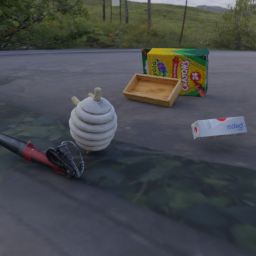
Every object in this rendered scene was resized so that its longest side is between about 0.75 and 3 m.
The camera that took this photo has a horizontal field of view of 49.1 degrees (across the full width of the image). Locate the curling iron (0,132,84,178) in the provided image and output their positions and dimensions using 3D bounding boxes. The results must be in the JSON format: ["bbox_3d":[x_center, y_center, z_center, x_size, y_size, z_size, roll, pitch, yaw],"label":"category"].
[{"bbox_3d":[-2.018,0.373,5.732,2.956,0.733,0.378,14,28,33],"label":"curling iron"}]

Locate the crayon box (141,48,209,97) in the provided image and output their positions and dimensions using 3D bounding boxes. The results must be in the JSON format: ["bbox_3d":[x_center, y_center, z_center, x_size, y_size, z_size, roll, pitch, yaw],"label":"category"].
[{"bbox_3d":[1.916,-2.404,12.037,2.923,1.856,0.743,7,36,21],"label":"crayon box"}]

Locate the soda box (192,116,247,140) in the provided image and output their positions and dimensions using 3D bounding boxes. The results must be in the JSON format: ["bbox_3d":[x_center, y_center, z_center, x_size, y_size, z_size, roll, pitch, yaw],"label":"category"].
[{"bbox_3d":[2.142,0.006,6.603,1.200,0.410,0.381,-5,-13,-10],"label":"soda box"}]

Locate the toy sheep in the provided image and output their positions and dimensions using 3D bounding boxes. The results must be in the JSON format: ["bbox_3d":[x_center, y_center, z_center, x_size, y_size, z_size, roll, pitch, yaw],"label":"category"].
[{"bbox_3d":[-0.750,-0.146,5.990,1.131,1.640,1.131,4,40,-3],"label":"toy sheep"}]

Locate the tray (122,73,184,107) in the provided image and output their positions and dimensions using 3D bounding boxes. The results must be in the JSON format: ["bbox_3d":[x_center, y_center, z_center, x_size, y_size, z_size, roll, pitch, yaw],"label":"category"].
[{"bbox_3d":[0.944,-1.503,10.914,2.185,0.405,1.078,17,64,38],"label":"tray"}]
